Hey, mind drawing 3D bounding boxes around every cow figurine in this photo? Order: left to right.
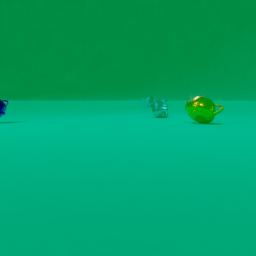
[{"bbox_3d":[1.046,-0.847,11.297,1.115,0.622,1.133,-5,45,8],"label":"cow figurine"}]

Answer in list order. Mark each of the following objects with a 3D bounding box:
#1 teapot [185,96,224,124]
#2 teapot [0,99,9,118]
[{"bbox_3d":[2.239,-0.612,8.590,1.477,0.723,0.918,11,-25,48],"label":"teapot"},{"bbox_3d":[-4.082,-0.543,8.721,0.525,0.667,1.072,29,45,-6],"label":"teapot"}]
